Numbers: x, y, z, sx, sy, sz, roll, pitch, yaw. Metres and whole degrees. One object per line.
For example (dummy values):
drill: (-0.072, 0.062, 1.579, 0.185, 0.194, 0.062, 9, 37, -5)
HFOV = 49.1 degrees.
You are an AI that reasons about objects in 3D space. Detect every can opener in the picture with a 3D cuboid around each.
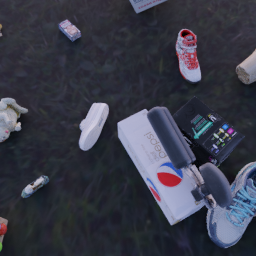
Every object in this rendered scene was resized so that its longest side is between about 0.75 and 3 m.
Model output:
can opener: (1.408, 0.627, 6.561, 0.906, 0.718, 2.726, -38, 75, 22)

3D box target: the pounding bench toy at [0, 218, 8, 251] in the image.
pounding bench toy: (-3.698, 2.866, 6.651, 1.196, 0.953, 1.534, 6, 64, 2)

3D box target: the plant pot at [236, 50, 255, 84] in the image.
plant pot: (4.082, -1.927, 9.017, 0.943, 1.030, 1.030, -33, 68, -2)

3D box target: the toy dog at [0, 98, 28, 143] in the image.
toy dog: (-3.701, -0.176, 8.202, 1.167, 0.840, 1.204, 3, 65, 12)

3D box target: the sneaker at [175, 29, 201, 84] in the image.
sneaker: (1.999, -2.377, 9.167, 0.592, 0.950, 1.773, -11, 65, -5)

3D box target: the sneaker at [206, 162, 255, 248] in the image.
sneaker: (2.875, 1.780, 7.075, 1.006, 1.119, 2.591, 33, 69, 15)

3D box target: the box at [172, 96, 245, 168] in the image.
box: (2.025, 0.245, 7.727, 1.062, 1.269, 1.709, -41, 71, -17)

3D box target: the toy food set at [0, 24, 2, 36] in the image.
toy food set: (-4.881, -3.577, 10.208, 0.603, 0.175, 0.873, -20, 71, -1)

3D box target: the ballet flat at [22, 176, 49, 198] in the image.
ballet flat: (-2.565, 1.574, 7.645, 0.835, 0.310, 0.310, -39, 70, -16)

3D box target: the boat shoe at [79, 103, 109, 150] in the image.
boat shoe: (-1.124, -0.092, 8.320, 0.553, 0.581, 1.613, 12, 67, 23)

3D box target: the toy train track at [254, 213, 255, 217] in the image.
toy train track: (4.321, 1.779, 7.504, 2.254, 0.367, 1.293, -21, 66, -9)

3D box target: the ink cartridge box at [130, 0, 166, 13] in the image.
ink cartridge box: (0.502, -5.503, 9.894, 1.481, 2.039, 1.475, -17, 64, 19)

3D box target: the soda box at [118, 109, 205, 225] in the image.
soda box: (0.812, 1.009, 7.509, 0.939, 1.005, 2.950, -27, 67, -12)

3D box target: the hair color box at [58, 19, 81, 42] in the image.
hair color box: (-2.105, -3.531, 10.115, 0.412, 0.249, 0.823, -39, 70, -17)
